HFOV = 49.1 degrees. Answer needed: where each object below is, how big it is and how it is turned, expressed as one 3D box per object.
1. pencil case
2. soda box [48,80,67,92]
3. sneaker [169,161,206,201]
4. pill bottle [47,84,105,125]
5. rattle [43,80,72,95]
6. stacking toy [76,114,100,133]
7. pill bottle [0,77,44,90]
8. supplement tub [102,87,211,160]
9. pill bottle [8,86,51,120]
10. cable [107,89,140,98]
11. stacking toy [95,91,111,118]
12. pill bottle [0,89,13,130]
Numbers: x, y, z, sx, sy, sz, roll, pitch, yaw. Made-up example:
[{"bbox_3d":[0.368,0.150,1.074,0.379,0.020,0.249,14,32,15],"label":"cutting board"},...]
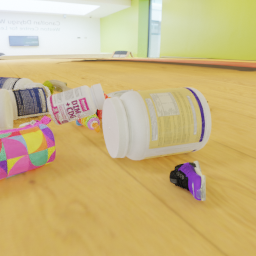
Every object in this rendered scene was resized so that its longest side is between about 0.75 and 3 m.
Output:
[{"bbox_3d":[-3.157,0.602,6.618,1.295,1.295,2.929,16,25,41],"label":"pencil case"},{"bbox_3d":[-4.628,-2.750,18.167,0.595,0.562,1.756,-15,22,-39],"label":"soda box"},{"bbox_3d":[1.288,1.175,6.188,0.730,0.511,1.469,-3,13,6],"label":"sneaker"},{"bbox_3d":[-1.572,-0.775,8.834,1.708,0.968,0.968,-18,19,-1],"label":"pill bottle"},{"bbox_3d":[-3.469,-1.500,14.670,2.241,1.601,1.459,10,46,-21],"label":"rattle"},{"bbox_3d":[-1.344,-0.233,10.334,0.756,0.800,1.378,-12,33,-29],"label":"stacking toy"},{"bbox_3d":[-5.297,-1.676,13.381,2.596,1.442,1.442,6,19,19],"label":"pill bottle"},{"bbox_3d":[0.739,-0.128,7.807,2.606,1.895,1.895,-6,19,-19],"label":"supplement tub"},{"bbox_3d":[-4.390,-1.022,11.663,2.224,1.235,1.235,-12,21,-31],"label":"pill bottle"},{"bbox_3d":[-0.075,-1.255,13.263,2.122,0.735,2.122,-6,20,-17],"label":"cable"},{"bbox_3d":[-0.463,-0.798,11.739,1.919,1.053,1.114,13,24,4],"label":"stacking toy"},{"bbox_3d":[-5.380,-0.397,9.048,2.918,1.666,1.666,-3,18,-13],"label":"pill bottle"}]
